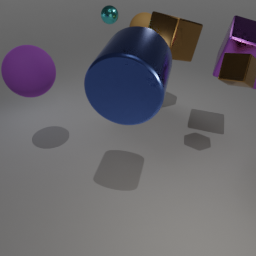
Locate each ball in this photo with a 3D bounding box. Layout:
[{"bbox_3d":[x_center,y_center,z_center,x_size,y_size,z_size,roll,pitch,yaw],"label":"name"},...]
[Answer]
[{"bbox_3d":[-0.726,-4.466,11.060,0.700,0.700,0.700,0,31,0],"label":"ball"},{"bbox_3d":[0.767,-4.770,13.372,1.400,1.400,1.400,0,31,0],"label":"ball"},{"bbox_3d":[-2.677,-1.532,7.608,1.400,1.400,1.400,0,31,0],"label":"ball"}]

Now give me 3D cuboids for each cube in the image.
[{"bbox_3d":[2.845,-1.477,7.185,0.700,0.700,0.700,17,5,42],"label":"cube"},{"bbox_3d":[1.656,-3.399,10.472,1.400,1.400,1.400,-5,30,-40],"label":"cube"},{"bbox_3d":[3.562,-2.289,8.486,1.400,1.400,1.400,20,50,7],"label":"cube"}]

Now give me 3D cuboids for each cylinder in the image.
[{"bbox_3d":[0.062,-1.000,5.264,1.400,1.400,1.400,7,38,11],"label":"cylinder"}]
